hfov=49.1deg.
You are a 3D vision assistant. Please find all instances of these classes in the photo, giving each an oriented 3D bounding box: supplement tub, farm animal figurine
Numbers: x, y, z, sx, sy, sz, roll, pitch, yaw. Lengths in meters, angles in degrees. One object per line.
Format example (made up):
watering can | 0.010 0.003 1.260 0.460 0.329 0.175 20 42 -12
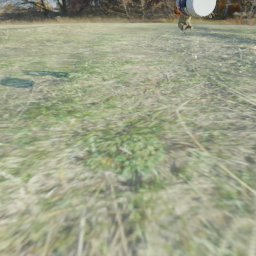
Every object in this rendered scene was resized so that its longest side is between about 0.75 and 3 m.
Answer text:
supplement tub | 1.952 -3.633 8.112 0.782 0.782 1.114 -6 25 -13
farm animal figurine | 2.378 -4.355 10.030 1.588 1.283 0.799 -31 37 6
